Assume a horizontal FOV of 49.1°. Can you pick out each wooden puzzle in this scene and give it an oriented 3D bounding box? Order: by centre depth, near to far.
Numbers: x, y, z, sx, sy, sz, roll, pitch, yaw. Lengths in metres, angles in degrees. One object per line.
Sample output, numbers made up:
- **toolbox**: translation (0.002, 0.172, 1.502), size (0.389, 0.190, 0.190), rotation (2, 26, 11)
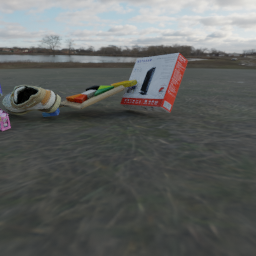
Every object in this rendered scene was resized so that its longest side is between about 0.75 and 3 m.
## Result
- **wooden puzzle**: translation (-1.225, -1.075, 9.133), size (1.950, 0.338, 2.891), rotation (2, 26, 47)

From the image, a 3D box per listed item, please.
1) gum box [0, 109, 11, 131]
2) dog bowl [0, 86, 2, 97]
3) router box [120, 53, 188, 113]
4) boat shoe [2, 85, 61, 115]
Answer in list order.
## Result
- **gum box**: translation (-3.386, -0.258, 7.358), size (0.753, 0.427, 0.249), rotation (26, 38, 36)
- **dog bowl**: translation (-5.338, -1.222, 8.546), size (2.652, 1.044, 2.652), rotation (-15, 2, 0)
- **router box**: translation (0.807, -1.479, 9.325), size (0.495, 1.820, 2.027), rotation (27, -11, -38)
- **boat shoe**: translation (-3.205, -0.958, 8.726), size (2.402, 0.898, 0.821), rotation (-1, -24, 32)
